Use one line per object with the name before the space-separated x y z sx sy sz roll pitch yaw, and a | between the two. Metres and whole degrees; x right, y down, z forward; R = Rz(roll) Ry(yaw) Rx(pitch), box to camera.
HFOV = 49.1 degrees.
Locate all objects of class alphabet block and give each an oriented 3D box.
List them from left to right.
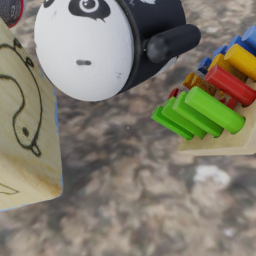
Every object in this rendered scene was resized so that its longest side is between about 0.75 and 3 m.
alphabet block | -2.881 -0.090 4.679 2.633 2.682 2.619 -16 62 5

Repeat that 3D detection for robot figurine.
robot figurine | -0.152 -1.620 4.829 2.952 2.218 1.842 -33 93 -43

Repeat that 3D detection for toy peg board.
toy peg board | 1.570 -0.776 5.132 1.136 2.323 2.314 31 77 -10

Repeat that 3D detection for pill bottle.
pill bottle | -3.398 -2.610 5.758 1.530 1.530 2.764 8 29 5
